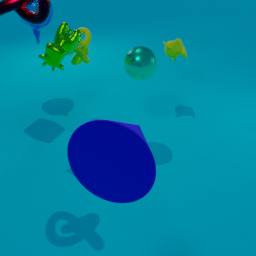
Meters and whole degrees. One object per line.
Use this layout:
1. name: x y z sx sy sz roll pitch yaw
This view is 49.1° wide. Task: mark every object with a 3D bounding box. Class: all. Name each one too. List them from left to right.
1. knot shape: -1.798 -2.313 4.882 1.172 0.579 1.253 32 89 20
2. teapot: -2.942 -3.656 9.039 1.114 1.791 0.877 -7 43 -24
3. cow figurine: -1.626 -1.942 6.877 0.668 1.198 1.218 29 3 -6
4. knot shape: -1.373 -2.241 8.140 0.518 1.049 1.121 3 63 -14
5. cone: -0.029 0.201 3.866 1.163 1.163 1.167 12 28 16
6. ball: 0.318 -1.657 7.189 0.862 0.862 0.862 0 36 0
7. monkey head: 1.518 -2.444 8.951 0.620 1.028 0.740 -27 60 16
